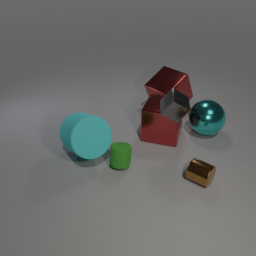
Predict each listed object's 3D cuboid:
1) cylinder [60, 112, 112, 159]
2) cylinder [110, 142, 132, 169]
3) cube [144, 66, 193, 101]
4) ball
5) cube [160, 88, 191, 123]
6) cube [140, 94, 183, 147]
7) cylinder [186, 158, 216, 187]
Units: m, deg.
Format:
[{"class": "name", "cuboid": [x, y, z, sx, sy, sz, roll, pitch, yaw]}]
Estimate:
[{"class": "cylinder", "cuboid": [-1.451, 0.228, 9.451, 1.400, 1.400, 1.400, -17, 15, -25]}, {"class": "cylinder", "cuboid": [-0.245, 0.907, 9.325, 0.700, 0.700, 0.700, 4, 19, -1]}, {"class": "cube", "cuboid": [1.833, -1.650, 12.464, 1.400, 1.400, 1.400, -45, 48, -15]}, {"class": "ball", "cuboid": [3.069, -0.402, 10.887, 1.400, 1.400, 1.400, 0, 32, 0]}, {"class": "cube", "cuboid": [1.543, -0.742, 9.227, 0.700, 0.700, 0.700, 25, 43, -21]}, {"class": "cube", "cuboid": [1.339, -0.320, 10.751, 1.400, 1.400, 1.400, 10, 33, 15]}, {"class": "cylinder", "cuboid": [2.262, 1.375, 8.696, 0.700, 0.700, 0.700, 23, 39, 32]}]
